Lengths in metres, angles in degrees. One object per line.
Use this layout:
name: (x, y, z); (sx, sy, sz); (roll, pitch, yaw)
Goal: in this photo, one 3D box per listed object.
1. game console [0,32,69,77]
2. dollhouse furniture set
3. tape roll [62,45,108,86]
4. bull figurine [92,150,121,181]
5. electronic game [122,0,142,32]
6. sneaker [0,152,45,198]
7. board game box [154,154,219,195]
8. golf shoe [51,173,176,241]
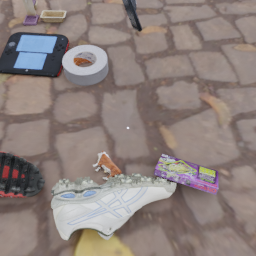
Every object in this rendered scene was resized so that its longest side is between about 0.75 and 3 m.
game console: (-2.809, -2.240, 8.410); (1.881, 0.292, 1.663); (4, 55, 4)
dollhouse furniture set: (-2.808, -4.203, 9.334); (1.448, 1.028, 1.148); (1, 55, 1)
tape roll: (-1.209, -1.813, 8.026); (1.275, 0.421, 1.275); (0, 54, -1)
bull figurine: (-0.502, 0.849, 6.261); (0.464, 0.249, 0.765); (-38, 62, -22)
electronic game: (0.025, -2.667, 5.869); (0.274, 1.318, 1.318); (-21, 55, 9)
sneaker: (-3.048, 1.012, 5.746); (2.536, 1.239, 0.896); (14, 50, -19)
board game box: (1.262, 0.957, 5.990); (1.305, 0.211, 0.783); (17, 19, 12)
golf shoe: (-0.234, 1.541, 5.566); (2.479, 0.970, 1.205); (-3, 87, -11)
